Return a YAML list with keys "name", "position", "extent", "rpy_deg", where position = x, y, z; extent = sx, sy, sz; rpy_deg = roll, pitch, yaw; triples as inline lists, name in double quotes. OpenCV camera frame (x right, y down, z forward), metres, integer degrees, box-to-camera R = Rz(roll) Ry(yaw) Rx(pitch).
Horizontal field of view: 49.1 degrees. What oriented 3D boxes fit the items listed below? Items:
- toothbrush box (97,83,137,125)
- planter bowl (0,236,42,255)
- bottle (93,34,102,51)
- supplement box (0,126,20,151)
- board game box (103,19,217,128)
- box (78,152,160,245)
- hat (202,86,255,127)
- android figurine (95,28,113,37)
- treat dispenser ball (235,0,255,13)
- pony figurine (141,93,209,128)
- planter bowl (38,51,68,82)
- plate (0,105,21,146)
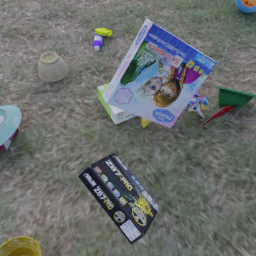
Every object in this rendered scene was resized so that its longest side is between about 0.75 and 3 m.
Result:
- name: "toothbrush box"
  position: [-0.376, -1.182, 12.040]
  extent: [1.275, 0.754, 1.751]
  rpy_deg: [-23, 57, -16]
- name: "planter bowl"
  position: [-3.140, 3.966, 8.069]
  extent: [1.479, 0.616, 1.479]
  rpy_deg: [-3, 47, 3]
- name: "bottle"
  position: [-1.612, -4.546, 14.908]
  extent: [0.463, 0.362, 1.109]
  rpy_deg: [1, 52, -2]
- name: "supplement box"
  position: [-4.935, 0.215, 11.035]
  extent: [0.769, 0.606, 1.175]
  rpy_deg: [10, 52, 8]
- name: "board game box"
  position: [1.035, -1.574, 9.082]
  extent: [2.764, 2.757, 0.569]
  rpy_deg: [19, 25, -30]
- name: "box"
  position: [-0.167, 1.741, 7.427]
  extent: [0.520, 1.707, 2.118]
  rpy_deg: [-42, 82, 17]
- name: "hat"
  position: [4.283, -0.748, 11.986]
  extent: [2.072, 1.824, 1.716]
  rpy_deg: [14, 12, 3]
- name: "android figurine"
  position: [-1.356, -5.256, 15.354]
  extent: [0.985, 0.222, 1.083]
  rpy_deg: [25, 35, 18]
- name: "treat dispenser ball"
  position: [7.229, -7.732, 16.595]
  extent: [1.658, 1.658, 1.658]
  rpy_deg: [0, 52, 0]
- name: "pony figurine"
  position: [1.814, -1.557, 11.688]
  extent: [2.947, 2.454, 2.845]
  rpy_deg: [-12, 85, -13]
- name: "planter bowl"
  position: [-3.655, -3.015, 13.348]
  extent: [1.412, 0.950, 1.412]
  rpy_deg: [0, 53, 0]
- name: "plate"
  position: [-5.395, -0.055, 10.967]
  extent: [2.544, 0.325, 2.544]
  rpy_deg: [-13, 46, 13]
